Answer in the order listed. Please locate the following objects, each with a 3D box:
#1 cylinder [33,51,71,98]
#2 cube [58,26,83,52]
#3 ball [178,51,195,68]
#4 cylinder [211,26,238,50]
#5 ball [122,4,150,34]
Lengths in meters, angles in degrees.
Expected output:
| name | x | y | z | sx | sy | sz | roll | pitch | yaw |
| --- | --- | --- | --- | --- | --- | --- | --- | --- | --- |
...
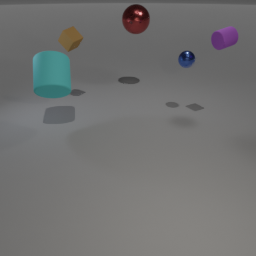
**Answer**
| name | x | y | z | sx | sy | sz | roll | pitch | yaw |
| --- | --- | --- | --- | --- | --- | --- | --- | --- | --- |
| cylinder | -2.954 | -2.042 | 10.906 | 1.400 | 1.400 | 1.400 | -6 | -14 | -1 |
| cube | -2.577 | -3.991 | 12.580 | 0.700 | 0.700 | 0.700 | 48 | 49 | -2 |
| ball | 2.424 | -2.835 | 11.565 | 0.700 | 0.700 | 0.700 | 0 | 27 | 0 |
| cylinder | 3.583 | -3.330 | 10.393 | 0.700 | 0.700 | 0.700 | -23 | 34 | -19 |
| ball | 0.397 | -5.409 | 13.954 | 1.400 | 1.400 | 1.400 | 0 | 27 | 0 |
